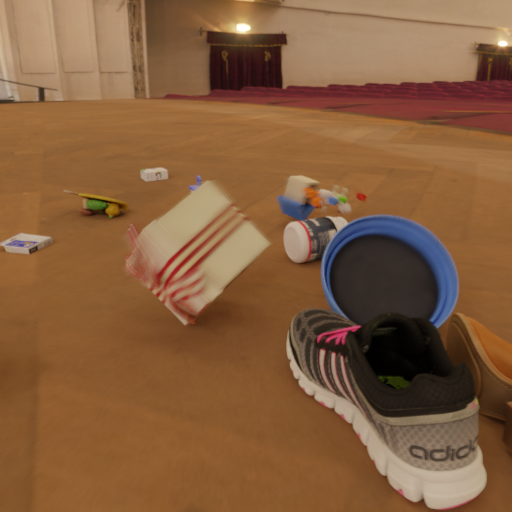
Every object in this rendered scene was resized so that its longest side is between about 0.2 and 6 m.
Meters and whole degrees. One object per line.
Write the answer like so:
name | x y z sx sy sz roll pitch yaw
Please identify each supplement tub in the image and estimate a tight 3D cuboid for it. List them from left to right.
supplement tub | 1.191 -0.332 10.920 1.148 0.805 0.805 -11 23 -25

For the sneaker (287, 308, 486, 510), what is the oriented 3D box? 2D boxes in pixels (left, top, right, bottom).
sneaker | 1.292 1.115 6.120 1.184 1.404 3.209 -7 21 -18

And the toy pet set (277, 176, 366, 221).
toy pet set | 1.327 -1.123 12.656 1.674 0.952 1.793 25 20 28

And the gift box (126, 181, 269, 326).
gift box | -0.927 -0.042 7.937 1.500 1.626 1.518 43 62 5

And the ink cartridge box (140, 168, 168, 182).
ink cartridge box | -3.228 -2.579 17.747 0.729 0.306 0.528 -12 23 -29

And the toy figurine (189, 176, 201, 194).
toy figurine | -1.348 -1.098 12.100 1.098 1.247 2.081 1 14 -16

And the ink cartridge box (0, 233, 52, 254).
ink cartridge box | -4.804 -0.250 11.644 0.768 0.181 0.759 5 22 17

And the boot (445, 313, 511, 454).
boot | 3.306 1.346 6.247 1.786 0.882 2.301 -3 21 -8

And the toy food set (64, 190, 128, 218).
toy food set | -3.935 -1.203 13.892 1.568 0.512 0.922 11 -1 23

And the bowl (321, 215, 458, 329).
bowl | 1.878 0.337 8.043 1.951 0.383 1.951 2 64 -4
